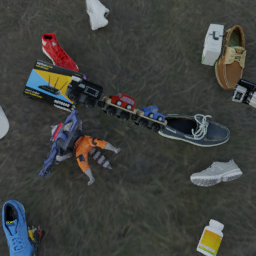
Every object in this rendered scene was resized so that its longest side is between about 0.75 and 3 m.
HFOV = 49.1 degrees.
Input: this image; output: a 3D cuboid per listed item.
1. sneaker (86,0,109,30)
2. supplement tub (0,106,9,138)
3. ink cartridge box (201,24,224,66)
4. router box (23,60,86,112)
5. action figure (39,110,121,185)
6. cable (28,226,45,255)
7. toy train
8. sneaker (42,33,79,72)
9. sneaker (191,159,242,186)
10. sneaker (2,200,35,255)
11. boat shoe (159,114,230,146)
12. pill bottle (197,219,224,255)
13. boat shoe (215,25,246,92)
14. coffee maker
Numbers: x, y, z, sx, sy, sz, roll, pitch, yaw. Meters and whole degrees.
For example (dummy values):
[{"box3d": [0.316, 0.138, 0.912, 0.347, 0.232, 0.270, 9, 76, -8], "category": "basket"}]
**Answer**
[{"box3d": [-1.349, -5.293, 12.529, 0.956, 0.750, 1.925, -11, 80, -11], "category": "sneaker"}, {"box3d": [-3.770, -0.365, 7.388, 0.883, 0.883, 1.338, -35, 52, -12], "category": "supplement tub"}, {"box3d": [3.517, -3.462, 11.664, 0.565, 0.997, 1.360, 12, 70, 5], "category": "ink cartridge box"}, {"box3d": [-2.904, -1.669, 11.156, 2.075, 0.530, 1.548, 18, 81, 6], "category": "router box"}, {"box3d": [-1.933, 0.883, 10.227, 2.651, 1.433, 2.741, 39, 99, 20], "category": "action figure"}, {"box3d": [-3.054, 3.861, 9.398, 0.557, 0.289, 1.148, 11, 58, -40], "category": "cable"}, {"box3d": [-0.169, -0.558, 7.077, 2.872, 0.490, 0.658, 20, 95, -26], "category": "toy train"}, {"box3d": [-2.852, -3.013, 11.375, 1.999, 1.155, 0.783, 41, 75, 8], "category": "sneaker"}, {"box3d": [3.116, 1.603, 10.156, 1.842, 0.688, 0.755, -8, 55, -9], "category": "sneaker"}, {"box3d": [-3.700, 3.567, 9.236, 0.783, 0.932, 2.376, -17, 73, -8], "category": "sneaker"}, {"box3d": [2.492, -0.008, 10.509, 2.786, 0.862, 1.043, 13, 71, 5], "category": "boat shoe"}, {"box3d": [2.785, 3.676, 9.342, 0.616, 0.616, 1.110, 25, 73, 9], "category": "pill bottle"}, {"box3d": [4.218, -2.905, 11.373, 1.076, 1.050, 2.843, 7, 70, -7], "category": "boat shoe"}, {"box3d": [3.482, -0.910, 7.840, 1.030, 0.989, 0.694, 25, 105, 19], "category": "coffee maker"}]
